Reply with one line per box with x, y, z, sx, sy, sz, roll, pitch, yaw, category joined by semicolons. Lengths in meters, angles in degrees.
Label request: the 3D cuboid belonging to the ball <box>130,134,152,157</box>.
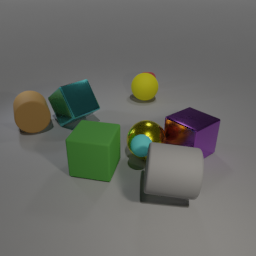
0.426;0.552;8.766;0.700;0.700;0.700;0;29;0;ball

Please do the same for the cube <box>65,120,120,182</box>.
-1.083;0.713;9.222;1.400;1.400;1.400;6;29;11;cube

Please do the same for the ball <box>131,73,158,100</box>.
0.858;-2.115;14.370;1.400;1.400;1.400;0;29;0;ball

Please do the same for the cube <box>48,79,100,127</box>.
-2.318;-1.067;11.996;1.400;1.400;1.400;-26;2;-38;cube

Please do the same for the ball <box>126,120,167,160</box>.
0.645;0.424;9.813;1.400;1.400;1.400;0;29;0;ball

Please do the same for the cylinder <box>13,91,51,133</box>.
-4.034;-0.697;11.723;1.400;1.400;1.400;-11;28;-19;cylinder

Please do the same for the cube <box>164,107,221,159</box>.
2.253;0.252;10.100;1.400;1.400;1.400;-21;35;-35;cube

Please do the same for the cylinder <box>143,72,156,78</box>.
1.104;-2.804;15.819;0.700;0.700;0.700;-14;16;-23;cylinder

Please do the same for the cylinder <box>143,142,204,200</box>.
1.199;1.162;7.647;1.400;1.400;1.400;7;29;2;cylinder
